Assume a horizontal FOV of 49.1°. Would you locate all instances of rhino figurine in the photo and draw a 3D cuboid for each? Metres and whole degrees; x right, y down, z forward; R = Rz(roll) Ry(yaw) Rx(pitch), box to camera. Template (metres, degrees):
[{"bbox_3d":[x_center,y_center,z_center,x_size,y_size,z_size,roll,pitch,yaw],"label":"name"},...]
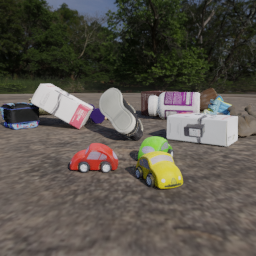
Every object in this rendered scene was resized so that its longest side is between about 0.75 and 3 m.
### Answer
[{"bbox_3d":[4.400,-0.206,10.040,2.543,0.760,1.112,-4,54,-30],"label":"rhino figurine"}]

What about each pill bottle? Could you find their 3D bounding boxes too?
[{"bbox_3d":[2.323,-1.107,14.107,2.495,1.401,1.401,2,10,14],"label":"pill bottle"}]

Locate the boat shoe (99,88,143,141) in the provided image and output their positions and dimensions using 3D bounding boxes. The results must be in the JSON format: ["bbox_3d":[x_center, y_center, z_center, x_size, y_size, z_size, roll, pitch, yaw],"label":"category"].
[{"bbox_3d":[-0.233,-0.512,9.689,0.789,0.967,2.616,42,6,-40],"label":"boat shoe"}]

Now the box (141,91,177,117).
[{"bbox_3d":[1.772,-1.403,15.928,1.659,1.376,1.362,9,13,42],"label":"box"}]

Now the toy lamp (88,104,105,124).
[{"bbox_3d":[-1.800,-0.774,14.032,0.808,0.808,2.776,-3,11,-20],"label":"toy lamp"}]

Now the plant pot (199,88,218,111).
[{"bbox_3d":[4.840,-1.661,18.150,1.585,1.481,1.481,-17,10,0],"label":"plant pot"}]

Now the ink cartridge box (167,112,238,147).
[{"bbox_3d":[2.442,-0.010,9.110,1.946,0.811,1.413,6,11,33],"label":"ink cartridge box"}]

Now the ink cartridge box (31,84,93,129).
[{"bbox_3d":[-2.698,-0.963,11.792,2.216,0.939,1.614,27,8,-5],"label":"ink cartridge box"}]

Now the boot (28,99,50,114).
[{"bbox_3d":[-5.090,-1.381,16.940,2.273,1.059,2.939,-9,15,-42],"label":"boot"}]

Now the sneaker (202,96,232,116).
[{"bbox_3d":[2.920,-0.525,10.480,2.150,1.404,0.855,1,10,12],"label":"sneaker"}]

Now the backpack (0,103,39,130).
[{"bbox_3d":[-4.651,-0.560,11.809,1.537,1.034,1.403,9,13,41],"label":"backpack"}]

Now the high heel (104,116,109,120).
[{"bbox_3d":[-1.174,-0.534,13.890,0.780,0.390,1.094,-11,10,-26],"label":"high heel"}]

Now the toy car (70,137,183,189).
[{"bbox_3d":[0.310,0.569,6.311,2.564,0.572,2.413,6,11,32],"label":"toy car"}]
